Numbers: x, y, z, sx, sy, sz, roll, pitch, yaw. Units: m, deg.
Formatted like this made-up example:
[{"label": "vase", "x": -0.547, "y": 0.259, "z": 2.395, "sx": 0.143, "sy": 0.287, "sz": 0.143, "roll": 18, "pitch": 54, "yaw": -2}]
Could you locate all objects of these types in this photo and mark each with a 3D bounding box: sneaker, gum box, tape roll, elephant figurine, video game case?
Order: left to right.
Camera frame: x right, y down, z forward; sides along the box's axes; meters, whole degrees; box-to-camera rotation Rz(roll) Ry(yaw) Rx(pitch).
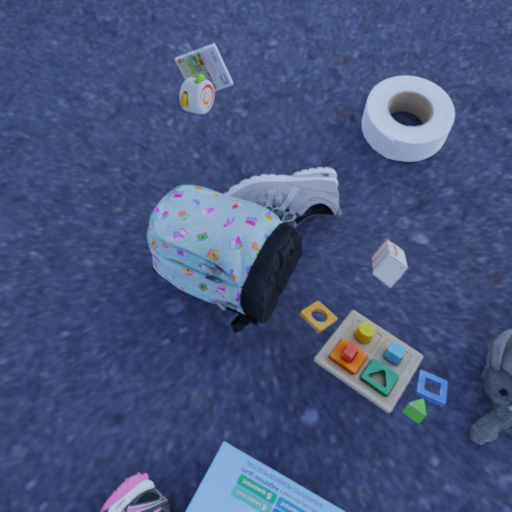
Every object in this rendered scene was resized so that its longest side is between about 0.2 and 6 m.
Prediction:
[{"label": "sneaker", "x": -2.139, "y": 4.362, "z": 7.941, "sx": 1.068, "sy": 0.994, "sz": 2.474, "roll": 36, "pitch": 70, "yaw": 15}, {"label": "video game case", "x": -0.998, "y": -3.563, "z": 10.826, "sx": 0.825, "sy": 0.906, "sz": 0.104, "roll": -14, "pitch": 49, "yaw": 15}, {"label": "gum box", "x": -0.152, "y": 4.451, "z": 8.103, "sx": 2.225, "sy": 0.583, "sz": 2.618, "roll": 26, "pitch": 67, "yaw": 12}, {"label": "sneaker", "x": 0.439, "y": -0.955, "z": 10.563, "sx": 2.496, "sy": 0.933, "sz": 1.023, "roll": -14, "pitch": 70, "yaw": -4}, {"label": "tape roll", "x": 3.129, "y": -2.852, "z": 11.645, "sx": 1.817, "sy": 0.635, "sz": 1.817, "roll": 0, "pitch": 64, "yaw": 0}, {"label": "elephant figurine", "x": 4.321, "y": 1.795, "z": 9.046, "sx": 2.174, "sy": 1.538, "sz": 1.686, "roll": -13, "pitch": 35, "yaw": 10}]

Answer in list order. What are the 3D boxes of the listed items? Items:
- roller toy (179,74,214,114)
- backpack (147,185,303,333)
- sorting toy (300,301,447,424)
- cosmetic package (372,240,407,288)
[{"label": "roller toy", "x": -0.926, "y": -2.456, "z": 8.608, "sx": 0.393, "sy": 0.513, "sz": 0.563, "roll": 17, "pitch": 80, "yaw": 22}, {"label": "backpack", "x": -0.618, "y": -0.133, "z": 9.587, "sx": 2.485, "sy": 1.573, "sz": 2.074, "roll": 21, "pitch": 49, "yaw": 15}, {"label": "sorting toy", "x": 1.820, "y": 1.552, "z": 8.845, "sx": 2.641, "sy": 0.360, "sz": 1.487, "roll": 33, "pitch": 44, "yaw": 16}, {"label": "cosmetic package", "x": 1.754, "y": 0.087, "z": 7.413, "sx": 0.307, "sy": 0.703, "sz": 0.364, "roll": 36, "pitch": 109, "yaw": -3}]
